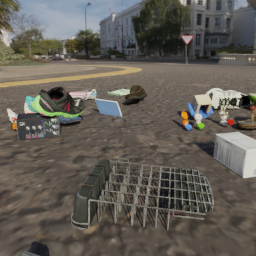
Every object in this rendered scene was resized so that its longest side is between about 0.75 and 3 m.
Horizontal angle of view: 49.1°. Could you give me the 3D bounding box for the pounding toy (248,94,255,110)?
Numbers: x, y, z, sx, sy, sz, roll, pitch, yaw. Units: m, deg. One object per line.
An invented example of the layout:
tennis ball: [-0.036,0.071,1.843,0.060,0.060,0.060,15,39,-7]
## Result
pounding toy: [6.527,-1.183,13.653,1.628,0.755,1.256,-8,24,-44]

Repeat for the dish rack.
dish rack: [0.322,1.249,5.439,2.500,0.682,1.918,4,18,8]

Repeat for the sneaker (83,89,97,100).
sneaker: [-2.506,-1.870,16.087,0.602,0.607,1.675,15,25,38]

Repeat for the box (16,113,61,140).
box: [-3.109,-0.102,9.784,1.407,0.746,0.860,-6,18,-17]

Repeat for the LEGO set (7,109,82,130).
LEGO set: [-3.534,-0.460,11.289,2.680,0.658,2.002,-13,18,-40]

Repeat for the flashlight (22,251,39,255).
flashlight: [-0.799,1.885,3.467,1.313,0.446,0.444,12,50,22]

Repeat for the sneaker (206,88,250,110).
sneaker: [4.906,-1.398,13.710,2.776,1.050,1.217,-12,20,-33]

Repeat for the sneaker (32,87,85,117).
sneaker: [-2.216,-0.924,9.680,0.869,0.949,2.265,32,19,22]

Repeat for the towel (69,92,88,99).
towel: [-2.931,-1.625,15.380,1.065,0.218,1.456,2,32,13]

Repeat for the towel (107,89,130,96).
towel: [-0.408,-2.357,18.508,1.216,0.186,1.594,14,22,38]

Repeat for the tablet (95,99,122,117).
tablet: [-0.875,-0.908,12.486,1.281,0.834,0.087,11,45,34]

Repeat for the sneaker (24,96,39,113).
sneaker: [-3.670,-1.199,13.068,0.993,1.020,2.562,10,18,30]

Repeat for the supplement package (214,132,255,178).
supplement package: [2.913,0.650,7.252,0.755,0.727,1.328,-4,17,-14]

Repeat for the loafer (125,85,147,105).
loafer: [0.331,-1.867,15.223,0.876,0.856,2.399,-24,3,20]

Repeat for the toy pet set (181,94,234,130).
toy pet set: [2.936,-0.413,11.249,1.884,1.001,1.759,-5,52,-6]

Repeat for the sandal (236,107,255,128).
sandal: [5.400,-0.618,10.698,2.845,0.777,1.162,-19,6,-5]
